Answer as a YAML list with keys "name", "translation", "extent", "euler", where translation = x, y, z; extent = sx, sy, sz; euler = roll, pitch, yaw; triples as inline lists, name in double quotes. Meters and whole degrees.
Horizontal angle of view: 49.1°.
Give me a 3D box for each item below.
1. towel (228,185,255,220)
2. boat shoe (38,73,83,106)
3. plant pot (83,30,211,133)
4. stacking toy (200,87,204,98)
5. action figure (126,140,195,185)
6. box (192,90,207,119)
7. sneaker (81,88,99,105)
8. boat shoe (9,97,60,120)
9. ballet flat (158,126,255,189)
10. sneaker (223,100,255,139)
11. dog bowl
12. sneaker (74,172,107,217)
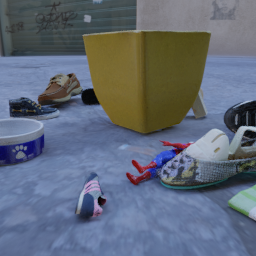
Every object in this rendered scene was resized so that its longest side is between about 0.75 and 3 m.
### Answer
- name: "towel"
  translation: [2.796, 1.288, 4.263]
  extent: [1.480, 0.304, 1.983]
  euler: [-12, 21, -36]
- name: "boat shoe"
  translation: [-2.859, -1.669, 11.588]
  extent: [1.134, 1.107, 2.998]
  euler: [-9, 16, 14]
- name: "plant pot"
  translation: [0.554, -1.449, 8.584]
  extent: [2.760, 2.823, 2.742]
  euler: [-15, 21, -36]
- name: "stacking toy"
  translation: [2.144, -1.314, 11.818]
  extent: [1.920, 0.820, 0.820]
  euler: [5, 17, 37]
- name: "action figure"
  translation: [0.822, 0.605, 5.872]
  extent: [1.912, 0.625, 0.494]
  euler: [-14, 46, -36]
- name: "box"
  translation: [2.404, -0.907, 9.782]
  extent: [0.404, 1.038, 0.493]
  euler: [-19, 8, 24]
- name: "sneaker"
  translation: [-0.782, -1.495, 12.078]
  extent: [2.347, 0.889, 1.028]
  euler: [1, 13, 1]
- name: "boat shoe"
  translation: [-3.206, -0.684, 9.628]
  extent: [1.672, 0.759, 0.592]
  euler: [-9, 20, -27]
- name: "ballet flat"
  translation: [2.019, 0.481, 5.613]
  extent: [2.994, 1.077, 1.077]
  euler: [-5, 18, -13]
- name: "sneaker"
  translation: [3.676, -0.298, 8.255]
  extent: [2.917, 1.078, 1.156]
  euler: [-6, 8, -38]
- name: "dog bowl"
  translation: [-2.876, 0.276, 6.769]
  extent: [1.647, 0.649, 1.647]
  euler: [1, 16, 0]
- name: "sneaker"
  translation: [-0.568, 1.136, 4.750]
  extent: [0.451, 0.386, 1.101]
  euler: [14, 22, 0]
